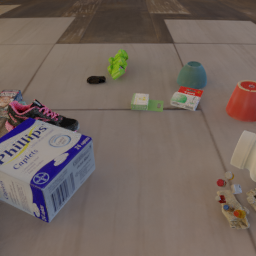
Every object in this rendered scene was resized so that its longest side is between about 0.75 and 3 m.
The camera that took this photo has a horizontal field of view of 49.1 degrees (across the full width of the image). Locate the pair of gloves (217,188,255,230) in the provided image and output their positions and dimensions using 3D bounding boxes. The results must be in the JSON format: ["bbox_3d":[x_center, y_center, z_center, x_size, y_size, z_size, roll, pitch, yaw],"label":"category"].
[{"bbox_3d":[3.280,2.165,7.648,1.470,0.258,1.250,-1,39,1],"label":"pair of gloves"}]

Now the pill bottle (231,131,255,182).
[{"bbox_3d":[4.506,1.077,7.995,2.764,1.534,1.534,23,42,26],"label":"pill bottle"}]

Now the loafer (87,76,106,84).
[{"bbox_3d":[-1.555,-2.382,13.906,0.994,0.363,0.355,-12,37,-16],"label":"loafer"}]

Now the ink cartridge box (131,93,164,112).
[{"bbox_3d":[0.860,-1.120,12.217,1.364,0.327,0.993,3,36,8],"label":"ink cartridge box"}]

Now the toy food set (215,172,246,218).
[{"bbox_3d":[2.620,1.741,7.319,0.581,0.548,1.218,-19,65,31],"label":"toy food set"}]

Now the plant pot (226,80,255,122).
[{"bbox_3d":[4.867,-1.162,11.436,1.458,1.290,1.458,1,36,0],"label":"plant pot"}]

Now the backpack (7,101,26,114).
[{"bbox_3d":[-4.245,-0.697,11.110,0.894,0.673,0.794,-7,-3,-5],"label":"backpack"}]

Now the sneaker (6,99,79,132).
[{"bbox_3d":[-3.138,-0.387,10.248,2.714,1.295,1.072,6,29,-4],"label":"sneaker"}]

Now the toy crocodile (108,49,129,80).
[{"bbox_3d":[-0.447,-3.395,14.968,0.966,0.883,2.861,-34,30,23],"label":"toy crocodile"}]

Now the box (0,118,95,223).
[{"bbox_3d":[-2.657,1.072,8.279,2.547,1.336,2.342,15,38,21],"label":"box"}]

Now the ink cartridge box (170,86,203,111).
[{"bbox_3d":[2.630,-1.427,12.378,1.107,0.345,1.376,16,54,22],"label":"ink cartridge box"}]

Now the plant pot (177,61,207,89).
[{"bbox_3d":[3.202,-2.692,13.805,1.478,0.995,1.478,0,36,0],"label":"plant pot"}]

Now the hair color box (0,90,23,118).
[{"bbox_3d":[-5.188,-1.061,11.972,0.802,0.485,1.604,0,36,0],"label":"hair color box"}]
